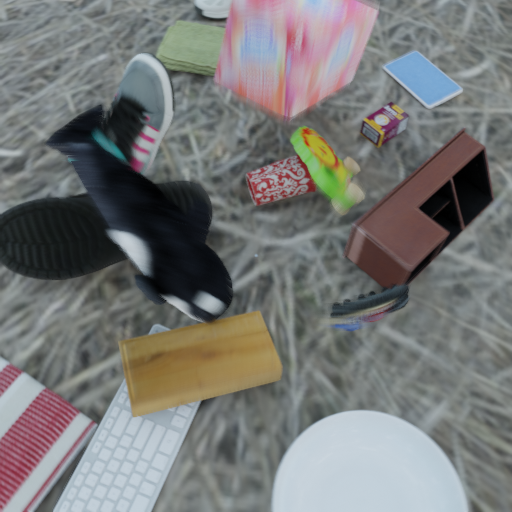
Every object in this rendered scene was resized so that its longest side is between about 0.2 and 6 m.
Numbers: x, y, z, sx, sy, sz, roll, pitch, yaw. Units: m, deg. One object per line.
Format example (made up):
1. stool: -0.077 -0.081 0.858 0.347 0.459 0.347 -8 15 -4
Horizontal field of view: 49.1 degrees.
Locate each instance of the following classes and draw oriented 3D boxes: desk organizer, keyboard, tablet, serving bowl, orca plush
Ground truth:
1. desk organizer: 2.918 -0.749 9.439 2.957 1.060 1.138 -40 69 -21
2. keyboard: -1.788 2.875 7.649 1.158 0.219 4.113 18 59 11
3. tablet: 3.480 -3.715 11.772 0.967 0.101 1.486 -29 62 -16
4. serving bowl: 1.385 3.259 7.158 2.377 0.782 2.377 0 58 0
5. orca plush: -1.167 -0.593 7.678 1.211 1.792 3.406 -28 99 19

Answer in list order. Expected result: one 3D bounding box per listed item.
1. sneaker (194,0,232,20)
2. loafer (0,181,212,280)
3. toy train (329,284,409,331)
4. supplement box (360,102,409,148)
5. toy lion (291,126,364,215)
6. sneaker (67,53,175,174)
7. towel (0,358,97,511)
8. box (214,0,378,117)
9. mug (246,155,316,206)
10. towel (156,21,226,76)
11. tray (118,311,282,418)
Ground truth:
1. sneaker: -0.364 -6.223 12.584 2.255 1.298 0.851 -19 61 -11
2. loafer: -2.472 -0.443 9.259 3.551 1.267 1.296 -8 100 -3
3. toy train: 1.504 0.677 7.313 1.634 0.374 0.279 -11 10 -43
4. supplement box: 2.491 -2.550 10.889 0.789 0.407 0.516 -36 65 -20
5. toy lion: 1.153 -1.550 9.481 1.379 0.494 1.439 35 33 -22
6. sneaker: -2.009 -1.695 7.988 0.960 2.296 1.387 34 49 4
7. towel: -3.948 2.497 7.915 2.789 0.317 2.009 28 61 14
8. box: 0.768 -3.618 9.589 1.512 1.395 2.947 31 39 15
9. mug: 0.415 -1.345 10.113 1.116 0.990 0.744 -19 97 -6
10. towel: -1.128 -4.434 12.063 1.950 0.356 1.447 10 58 7
11. tray: -0.821 1.521 8.159 2.164 0.401 1.067 -12 49 -14
